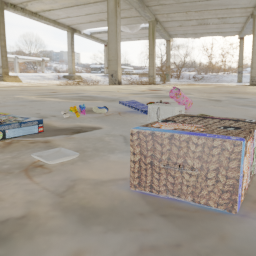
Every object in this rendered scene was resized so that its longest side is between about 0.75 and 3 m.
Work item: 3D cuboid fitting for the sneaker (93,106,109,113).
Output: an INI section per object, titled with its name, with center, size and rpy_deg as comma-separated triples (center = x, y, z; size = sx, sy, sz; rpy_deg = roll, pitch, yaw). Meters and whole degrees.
[sneaker]
center = -1.427, -0.995, 14.824
size = 0.836, 0.321, 0.465
rpy_deg = 9, 19, 22

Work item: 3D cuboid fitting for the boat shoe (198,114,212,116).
[boat shoe]
center = 3.105, -0.313, 11.020
size = 1.295, 0.478, 0.479
rpy_deg = -8, 20, -37

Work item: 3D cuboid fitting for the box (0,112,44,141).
[box]
center = -4.543, -0.102, 9.758
size = 2.694, 0.508, 1.840
rpy_deg = 8, 14, 36

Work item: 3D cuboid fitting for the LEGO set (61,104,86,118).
[LEGO set]
center = -2.412, -0.737, 13.295
size = 1.375, 0.564, 0.524
rpy_deg = -18, -10, -45

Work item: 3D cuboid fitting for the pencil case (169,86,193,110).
[pencil case]
center = 2.922, -1.636, 15.449
size = 0.745, 0.745, 1.703
rpy_deg = 11, -14, 43

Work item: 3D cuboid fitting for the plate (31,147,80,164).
[plate]
center = -1.749, 0.678, 6.749
size = 0.868, 0.140, 0.866
rpy_deg = 11, 16, 43

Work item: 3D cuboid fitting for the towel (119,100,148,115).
[towel]
center = 0.656, -1.168, 14.924
size = 1.976, 0.236, 1.431
rpy_deg = 24, 23, 34

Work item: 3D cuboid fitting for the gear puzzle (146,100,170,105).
[gear puzzle]
center = 1.372, -1.460, 17.166
size = 2.642, 0.346, 1.368
rpy_deg = -8, 14, -37

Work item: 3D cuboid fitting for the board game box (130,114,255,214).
[board game box]
center = 1.372, 0.457, 5.311
size = 1.821, 1.106, 2.284
rpy_deg = 6, 12, 30

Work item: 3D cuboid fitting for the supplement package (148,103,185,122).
[supplement package]
center = 1.557, -0.573, 11.490
size = 1.326, 0.775, 0.778
rpy_deg = 9, 14, 39
